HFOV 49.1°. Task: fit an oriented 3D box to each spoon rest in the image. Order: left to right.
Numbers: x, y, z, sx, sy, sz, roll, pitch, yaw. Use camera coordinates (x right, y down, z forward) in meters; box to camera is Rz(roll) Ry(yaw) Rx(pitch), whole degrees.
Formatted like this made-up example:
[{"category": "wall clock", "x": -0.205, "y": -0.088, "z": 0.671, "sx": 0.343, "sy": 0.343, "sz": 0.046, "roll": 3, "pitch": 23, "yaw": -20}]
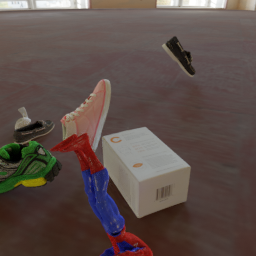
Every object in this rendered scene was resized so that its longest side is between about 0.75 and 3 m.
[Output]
[{"category": "spoon rest", "x": -2.663, "y": -0.205, "z": 7.122, "sx": 0.424, "sy": 0.259, "sz": 0.854, "roll": -26, "pitch": 39, "yaw": 1}]

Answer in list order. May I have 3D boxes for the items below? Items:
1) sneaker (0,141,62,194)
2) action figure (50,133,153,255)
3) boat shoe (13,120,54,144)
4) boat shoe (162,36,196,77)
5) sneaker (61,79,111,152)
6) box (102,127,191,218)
[{"category": "sneaker", "x": -1.993, "y": 0.597, "z": 4.796, "sx": 1.807, "sy": 0.770, "sz": 0.705, "roll": -16, "pitch": 28, "yaw": 26}, {"category": "action figure", "x": -0.411, "y": 1.149, "z": 3.113, "sx": 0.982, "sy": 1.985, "sz": 0.648, "roll": -35, "pitch": 13, "yaw": -23}, {"category": "boat shoe", "x": -2.227, "y": 0.015, "z": 6.737, "sx": 0.392, "sy": 0.334, "sz": 1.173, "roll": 17, "pitch": 32, "yaw": 27}, {"category": "boat shoe", "x": 1.992, "y": -2.548, "z": 10.089, "sx": 1.973, "sy": 0.595, "sz": 0.729, "roll": 33, "pitch": 26, "yaw": -39}, {"category": "sneaker", "x": -0.860, "y": -0.301, "z": 5.521, "sx": 0.794, "sy": 1.519, "sz": 0.572, "roll": 15, "pitch": 1, "yaw": -20}, {"category": "box", "x": 0.250, "y": 0.696, "z": 4.978, "sx": 0.948, "sy": 0.743, "sz": 1.524, "roll": -12, "pitch": 30, "yaw": -22}]
